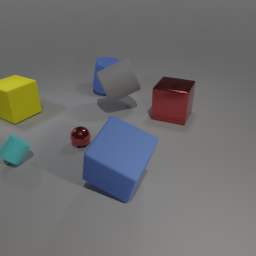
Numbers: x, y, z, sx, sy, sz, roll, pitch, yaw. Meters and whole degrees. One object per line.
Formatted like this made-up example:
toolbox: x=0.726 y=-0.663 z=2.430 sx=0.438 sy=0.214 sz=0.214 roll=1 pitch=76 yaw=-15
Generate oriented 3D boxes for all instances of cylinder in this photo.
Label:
cylinder: x=-0.928 y=-2.514 z=13.511 sx=1.400 sy=1.400 sz=1.400 roll=9 pitch=34 yaw=-6
cylinder: x=-0.387 y=-1.944 z=11.594 sx=1.400 sy=1.400 sz=1.400 roll=-25 pitch=33 yaw=1
cylinder: x=-3.550 y=0.676 z=8.776 sx=0.700 sy=0.700 sz=0.700 roll=30 pitch=84 yaw=40

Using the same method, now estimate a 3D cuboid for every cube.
cube: x=-4.637 y=-1.217 z=11.504 sx=1.400 sy=1.400 sz=1.400 roll=18 pitch=35 yaw=30
cube: x=-0.228 y=0.819 z=7.340 sx=1.400 sy=1.400 sz=1.400 roll=27 pitch=54 yaw=8
cube: x=1.847 y=-1.141 z=11.418 sx=1.400 sy=1.400 sz=1.400 roll=12 pitch=33 yaw=20

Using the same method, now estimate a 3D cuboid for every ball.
ball: x=-1.646 y=0.288 z=9.691 sx=0.700 sy=0.700 sz=0.700 roll=0 pitch=31 yaw=0
